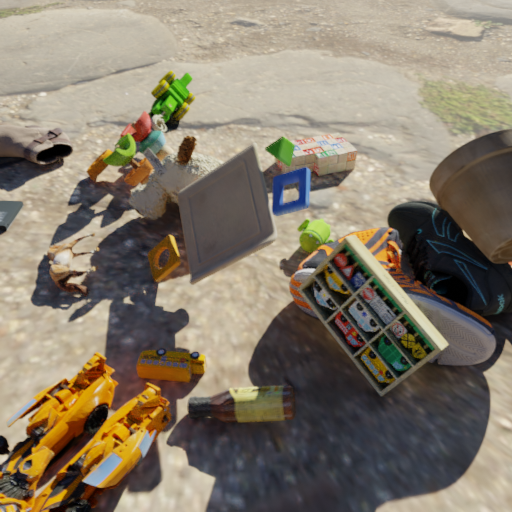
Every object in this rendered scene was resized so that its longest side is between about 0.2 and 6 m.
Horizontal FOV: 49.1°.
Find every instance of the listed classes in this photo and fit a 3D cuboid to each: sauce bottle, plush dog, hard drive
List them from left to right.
[{"bbox_3d":[-5.679,-0.907,12.419,0.687,0.162,0.984,2,39,3],"label":"hard drive"},{"bbox_3d":[-1.308,-1.681,12.353,2.440,1.958,2.096,13,15,13],"label":"plush dog"},{"bbox_3d":[-0.220,2.193,8.246,1.578,0.521,0.521,-4,39,8],"label":"sauce bottle"}]

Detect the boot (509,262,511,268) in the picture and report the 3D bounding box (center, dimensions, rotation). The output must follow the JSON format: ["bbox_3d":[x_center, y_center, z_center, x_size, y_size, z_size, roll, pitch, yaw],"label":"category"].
[{"bbox_3d":[5.280,0.483,10.332,1.011,0.707,1.885,-26,45,-36],"label":"boot"}]

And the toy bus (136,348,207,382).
[{"bbox_3d":[-1.343,1.763,8.987,1.050,0.342,0.411,4,39,5],"label":"toy bus"}]

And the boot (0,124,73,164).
[{"bbox_3d":[-5.904,-2.754,14.179,2.320,0.815,1.696,-29,47,-33],"label":"boot"}]

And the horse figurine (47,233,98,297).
[{"bbox_3d":[-3.613,0.156,10.884,1.072,0.404,1.617,-16,46,-1],"label":"horse figurine"}]

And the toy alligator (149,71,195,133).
[{"bbox_3d":[-2.622,-4.252,15.992,0.980,1.072,3.614,-30,28,31],"label":"toy alligator"}]

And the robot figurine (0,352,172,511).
[{"bbox_3d":[-2.706,2.734,7.345,2.246,0.902,3.098,21,43,26],"label":"robot figurine"}]

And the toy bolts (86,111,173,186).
[{"bbox_3d":[-2.921,-2.307,13.715,1.886,1.369,1.974,-22,33,43],"label":"toy bolts"}]

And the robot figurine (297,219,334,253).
[{"bbox_3d":[1.208,-0.403,11.527,0.756,0.499,0.862,43,47,1],"label":"robot figurine"}]

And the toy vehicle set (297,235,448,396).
[{"bbox_3d":[1.702,0.902,8.554,0.284,1.331,2.143,-14,60,-48],"label":"toy vehicle set"}]

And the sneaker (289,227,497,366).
[{"bbox_3d":[2.508,0.453,9.732,3.551,1.377,1.989,21,48,24],"label":"sneaker"}]

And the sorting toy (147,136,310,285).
[{"bbox_3d":[-0.527,-0.719,10.286,3.860,0.526,2.174,-27,58,31],"label":"sorting toy"}]

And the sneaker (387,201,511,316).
[{"bbox_3d":[3.421,-0.014,10.502,1.248,1.187,3.149,-19,43,-23],"label":"sneaker"}]

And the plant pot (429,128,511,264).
[{"bbox_3d":[4.236,-0.895,9.627,2.001,2.001,1.736,-8,62,-10],"label":"plant pot"}]

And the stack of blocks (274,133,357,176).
[{"bbox_3d":[1.480,-2.501,14.088,1.804,0.528,1.039,-13,41,-15],"label":"stack of blocks"}]
